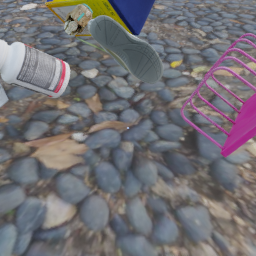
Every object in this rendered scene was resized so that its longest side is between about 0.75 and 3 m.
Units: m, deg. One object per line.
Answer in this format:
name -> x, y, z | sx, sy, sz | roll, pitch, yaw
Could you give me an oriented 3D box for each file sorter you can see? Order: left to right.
file sorter -> 2.245, -0.809, 5.751 | 1.359, 1.506, 2.167 | 40, 45, 4

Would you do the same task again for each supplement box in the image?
supplement box -> -0.875, -4.071, 8.882 | 2.954, 1.608, 1.618 | 14, 74, 36

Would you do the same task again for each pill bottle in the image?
pill bottle -> -2.366, -1.416, 6.636 | 1.767, 0.978, 0.978 | 18, 26, -40

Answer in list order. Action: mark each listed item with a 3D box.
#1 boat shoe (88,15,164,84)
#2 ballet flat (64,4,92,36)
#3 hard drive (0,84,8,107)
boat shoe -> -0.018, -1.351, 4.899 | 1.579, 0.582, 0.506 | 31, 8, -27
ballet flat -> -1.523, -2.939, 7.874 | 0.595, 0.643, 1.823 | -52, 17, -11
hard drive -> -3.312, -0.624, 6.547 | 0.137, 0.686, 1.041 | 11, 45, 22
